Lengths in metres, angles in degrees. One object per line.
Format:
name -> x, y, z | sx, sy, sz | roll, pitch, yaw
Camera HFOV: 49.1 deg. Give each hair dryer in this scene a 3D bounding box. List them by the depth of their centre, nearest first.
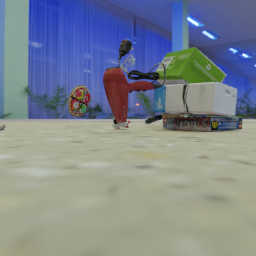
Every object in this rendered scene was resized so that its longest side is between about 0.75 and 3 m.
hair dryer -> 0.109, -0.798, 5.255 | 1.208, 1.586, 0.431 | 31, -15, -18

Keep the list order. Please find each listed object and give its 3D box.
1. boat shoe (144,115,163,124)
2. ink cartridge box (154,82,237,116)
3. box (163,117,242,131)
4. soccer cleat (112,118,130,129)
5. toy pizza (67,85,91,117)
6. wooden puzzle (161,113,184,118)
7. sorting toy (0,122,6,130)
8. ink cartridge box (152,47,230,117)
boat shoe -> 1.064, -0.365, 11.416 | 0.816, 0.285, 0.270 | -13, -14, -13
ink cartridge box -> 1.456, -0.602, 6.140 | 1.471, 0.619, 1.064 | 4, 1, 44
box -> 1.697, -0.113, 6.562 | 1.047, 0.305, 1.530 | -2, 3, -32
soccer cleat -> -0.252, -0.144, 6.915 | 0.354, 0.285, 0.831 | 22, -7, -25
toy pizza -> -1.496, -0.834, 8.795 | 0.166, 1.048, 1.048 | 16, 10, 29
wooden puzzle -> 1.289, -0.593, 8.269 | 0.258, 1.115, 1.033 | -13, 8, -24
sorting toy -> -3.642, -0.092, 6.573 | 1.377, 0.271, 1.488 | -1, 3, -22
ink cartridge box -> 2.268, -1.266, 8.714 | 2.533, 0.960, 1.872 | 32, -1, -20
